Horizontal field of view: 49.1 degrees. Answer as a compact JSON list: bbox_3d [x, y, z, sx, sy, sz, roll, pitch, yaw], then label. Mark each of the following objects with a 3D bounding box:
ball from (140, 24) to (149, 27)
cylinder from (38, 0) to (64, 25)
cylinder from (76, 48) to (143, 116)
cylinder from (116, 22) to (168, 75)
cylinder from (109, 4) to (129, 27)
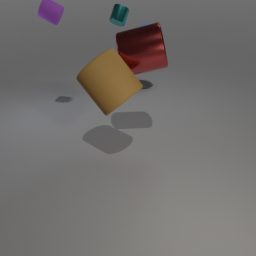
[{"bbox_3d":[0.947,-4.186,13.258,1.400,1.400,1.400,0,29,0],"label":"ball"},{"bbox_3d":[-2.734,-4.133,9.939,0.700,0.700,0.700,25,26,-12],"label":"cylinder"},{"bbox_3d":[-0.528,-1.314,8.118,1.400,1.400,1.400,-38,5,4],"label":"cylinder"},{"bbox_3d":[0.455,-2.467,8.885,1.400,1.400,1.400,-11,27,9],"label":"cylinder"},{"bbox_3d":[-0.372,-4.846,12.048,0.700,0.700,0.700,19,3,-1],"label":"cylinder"}]
